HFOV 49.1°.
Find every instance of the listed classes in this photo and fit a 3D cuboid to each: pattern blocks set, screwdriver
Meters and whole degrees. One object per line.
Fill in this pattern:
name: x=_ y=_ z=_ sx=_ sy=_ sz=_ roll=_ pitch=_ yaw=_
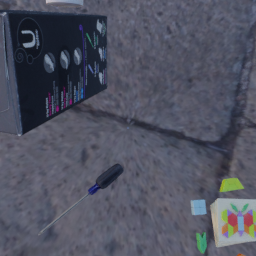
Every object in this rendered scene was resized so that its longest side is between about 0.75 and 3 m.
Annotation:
pattern blocks set: x=1.962 y=1.665 z=4.976 sx=1.743 sy=0.141 sz=1.532 roll=-10 pitch=81 yaw=-18
screwdriver: x=-0.623 y=0.950 z=3.798 sx=1.391 sy=0.202 sz=0.194 roll=-36 pitch=106 yaw=-14

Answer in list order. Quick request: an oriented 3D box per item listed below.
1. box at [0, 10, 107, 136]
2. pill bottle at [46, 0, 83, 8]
box: x=-1.682 y=-1.179 z=4.796 sx=1.786 sy=2.922 sz=1.550 roll=8 pitch=112 yaw=16
pill bottle: x=-1.236 y=-3.248 z=5.410 sx=0.971 sy=0.971 sz=1.622 roll=2 pitch=106 yaw=1
